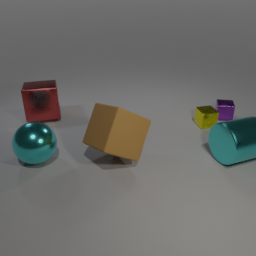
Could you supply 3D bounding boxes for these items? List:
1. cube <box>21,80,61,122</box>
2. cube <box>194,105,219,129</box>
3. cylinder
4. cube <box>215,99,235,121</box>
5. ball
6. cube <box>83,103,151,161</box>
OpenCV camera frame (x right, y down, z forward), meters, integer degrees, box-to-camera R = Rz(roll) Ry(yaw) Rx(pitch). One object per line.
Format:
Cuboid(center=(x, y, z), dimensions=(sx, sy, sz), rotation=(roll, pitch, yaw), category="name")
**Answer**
Cuboid(center=(-3.725, -1.195, 12.096), dimensions=(1.400, 1.400, 1.400), rotation=(-7, 25, -13), category="cube")
Cuboid(center=(3.232, -0.456, 11.587), dimensions=(0.700, 0.700, 0.700), rotation=(-7, 31, -12), category="cube")
Cuboid(center=(3.659, 0.402, 9.291), dimensions=(1.400, 1.400, 1.400), rotation=(-10, 30, -19), category="cylinder")
Cuboid(center=(4.193, -0.778, 12.170), dimensions=(0.700, 0.700, 0.700), rotation=(5, 30, 10), category="cube")
Cuboid(center=(-3.035, 0.482, 9.135), dimensions=(1.400, 1.400, 1.400), rotation=(0, 29, 0), category="ball")
Cuboid(center=(-0.371, 0.118, 9.027), dimensions=(1.400, 1.400, 1.400), rotation=(20, -2, -38), category="cube")
